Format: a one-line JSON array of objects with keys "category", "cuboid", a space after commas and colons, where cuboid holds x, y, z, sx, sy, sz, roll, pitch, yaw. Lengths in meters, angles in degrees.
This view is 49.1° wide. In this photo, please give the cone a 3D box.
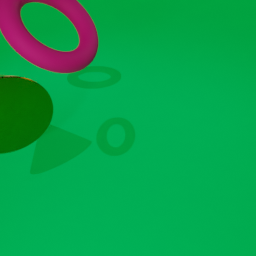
[{"category": "cone", "cuboid": [-2.540, -0.652, 5.427, 1.646, 1.646, 1.652, -23, 49, -23]}]

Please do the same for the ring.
[{"category": "ring", "cuboid": [-1.029, -1.381, 3.797, 1.411, 0.282, 1.411, 18, 58, -31]}]
